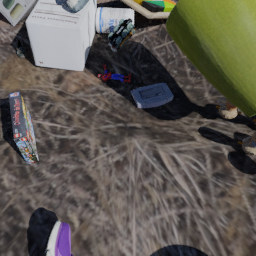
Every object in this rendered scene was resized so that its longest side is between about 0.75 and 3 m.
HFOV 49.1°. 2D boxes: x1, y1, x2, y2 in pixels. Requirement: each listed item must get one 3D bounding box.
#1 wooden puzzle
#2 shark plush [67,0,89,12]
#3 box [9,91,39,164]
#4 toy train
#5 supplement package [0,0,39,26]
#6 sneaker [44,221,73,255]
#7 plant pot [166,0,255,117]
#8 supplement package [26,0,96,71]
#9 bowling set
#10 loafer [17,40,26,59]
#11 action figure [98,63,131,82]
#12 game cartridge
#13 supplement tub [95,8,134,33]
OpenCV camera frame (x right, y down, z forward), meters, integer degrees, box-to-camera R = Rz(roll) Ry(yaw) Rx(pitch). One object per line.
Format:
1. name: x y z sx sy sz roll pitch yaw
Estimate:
1. wooden puzzle: 0.870 -4.810 10.664 2.489 0.501 2.691 -21 50 -41
2. shark plush: -1.176 -4.455 8.960 1.175 1.282 2.821 48 36 -2
3. box: -2.571 -0.018 6.901 0.288 1.042 1.526 -15 53 -12
4. toy train: -0.204 -3.073 9.293 0.499 0.668 1.172 32 79 21
5. supplement package: -3.826 -5.050 10.099 1.988 1.508 1.497 -15 34 47
6. sneaker: -0.948 2.802 4.904 0.976 0.944 2.340 -5 58 -23
7. plant pot: 2.351 -1.568 5.604 2.329 2.329 2.489 -23 80 -17
8. supplement package: -2.023 -3.431 9.256 1.618 1.613 2.759 8 52 0
9. bowling set: 3.433 0.302 6.641 2.855 1.533 1.987 14 71 10
10. loafer: -3.694 -2.704 9.580 0.298 0.261 0.831 -16 53 -12
11. action figure: -0.436 -1.682 8.625 1.022 0.506 0.334 2 51 5
12. game cartridge: 0.714 -0.941 8.196 1.114 0.231 0.742 -14 57 -11
13. supplement tub: -0.455 -3.861 10.118 1.336 0.881 0.881 4 51 4
